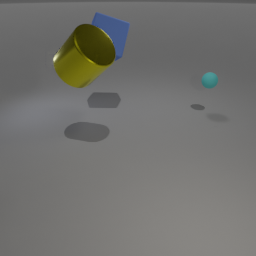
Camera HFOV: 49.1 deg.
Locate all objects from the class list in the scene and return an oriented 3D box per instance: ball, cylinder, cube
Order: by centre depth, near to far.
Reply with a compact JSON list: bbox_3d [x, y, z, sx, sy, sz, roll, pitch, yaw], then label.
[{"bbox_3d":[-1.312,-2.120,8.409,1.400,1.400,1.400,-30,0,-44],"label":"cylinder"},{"bbox_3d":[-0.879,-3.687,11.513,1.400,1.400,1.400,13,4,-14],"label":"cube"},{"bbox_3d":[3.577,-2.077,12.256,0.700,0.700,0.700,0,28,0],"label":"ball"}]
